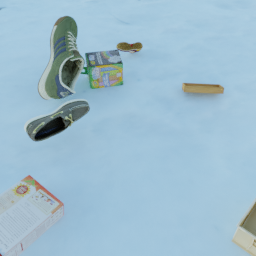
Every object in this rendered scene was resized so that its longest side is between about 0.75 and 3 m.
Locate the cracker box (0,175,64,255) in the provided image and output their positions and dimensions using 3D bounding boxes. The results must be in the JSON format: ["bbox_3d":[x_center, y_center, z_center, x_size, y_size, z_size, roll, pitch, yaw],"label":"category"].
[{"bbox_3d":[-2.201,1.774,5.388,1.089,0.469,1.625,32,45,23],"label":"cracker box"}]

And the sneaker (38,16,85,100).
[{"bbox_3d":[-1.766,-2.156,8.534,1.251,0.935,2.788,4,75,33],"label":"sneaker"}]

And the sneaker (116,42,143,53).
[{"bbox_3d":[0.029,-3.011,10.663,1.029,0.464,0.386,-3,78,-15],"label":"sneaker"}]

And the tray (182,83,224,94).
[{"bbox_3d":[2.355,-1.259,8.880,1.205,0.223,0.594,4,19,3],"label":"tray"}]

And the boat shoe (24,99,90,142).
[{"bbox_3d":[-1.694,-0.184,7.083,1.750,0.625,0.523,-27,48,-21],"label":"boat shoe"}]

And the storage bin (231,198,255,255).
[{"bbox_3d":[2.911,1.954,5.326,1.321,0.623,1.330,31,51,30],"label":"storage bin"}]

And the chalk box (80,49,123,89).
[{"bbox_3d":[-0.940,-1.921,9.240,1.446,0.895,0.899,-9,46,-8],"label":"chalk box"}]
